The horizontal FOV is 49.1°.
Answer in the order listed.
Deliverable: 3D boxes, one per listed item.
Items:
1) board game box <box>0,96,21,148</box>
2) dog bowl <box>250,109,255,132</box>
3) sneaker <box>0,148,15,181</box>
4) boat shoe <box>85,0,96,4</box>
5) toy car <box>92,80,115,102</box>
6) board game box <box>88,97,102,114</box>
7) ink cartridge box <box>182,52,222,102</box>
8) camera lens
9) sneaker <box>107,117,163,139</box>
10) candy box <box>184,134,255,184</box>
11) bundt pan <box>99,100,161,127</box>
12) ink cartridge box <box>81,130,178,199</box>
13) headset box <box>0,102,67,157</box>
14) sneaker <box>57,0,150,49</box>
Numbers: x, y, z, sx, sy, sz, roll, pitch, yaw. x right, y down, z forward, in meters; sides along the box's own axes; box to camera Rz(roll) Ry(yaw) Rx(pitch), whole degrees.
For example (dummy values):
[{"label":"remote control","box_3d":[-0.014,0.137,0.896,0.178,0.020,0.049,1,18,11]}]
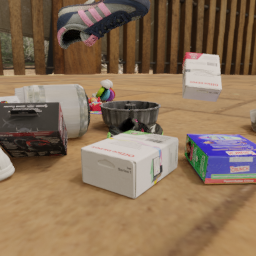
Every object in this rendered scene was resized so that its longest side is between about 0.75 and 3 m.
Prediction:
[{"label":"board game box","box_3d":[-3.959,0.111,6.196,2.829,0.490,1.786,-13,-24,-44]},{"label":"dog bowl","box_3d":[5.125,-0.169,9.209,2.147,0.629,2.147,-1,14,0]},{"label":"sneaker","box_3d":[-3.098,0.476,5.957,1.891,0.837,0.712,8,30,38]},{"label":"boat shoe","box_3d":[-1.818,-4.516,11.277,1.928,0.582,0.712,-18,33,45]},{"label":"toy car","box_3d":[-1.271,-1.984,16.030,1.113,1.299,1.484,38,17,0]},{"label":"board game box","box_3d":[-1.629,-1.149,13.476,2.689,0.524,2.125,5,14,21]},{"label":"ink cartridge box","box_3d":[1.403,-0.988,5.397,0.663,0.386,0.916,6,56,3]},{"label":"camera lens","box_3d":[-2.218,-0.467,8.301,2.022,1.617,1.617,-5,14,-20]},{"label":"sneaker","box_3d":[0.268,0.093,7.705,1.961,0.822,0.753,-12,18,-42]},{"label":"candy box","box_3d":[2.085,0.606,6.029,1.360,0.620,1.609,1,13,-3]},{"label":"bundt pan","box_3d":[0.090,-0.443,9.955,2.171,0.815,2.171,-1,14,0]},{"label":"ink cartridge box","box_3d":[0.083,0.631,5.674,1.258,0.730,1.738,9,16,33]},{"label":"headset box","box_3d":[-2.112,0.053,6.207,1.371,0.692,1.845,-2,-23,-6]},{"label":"sneaker","box_3d":[-0.650,-2.511,6.865,2.525,1.036,0.886,-2,-15,28]}]
